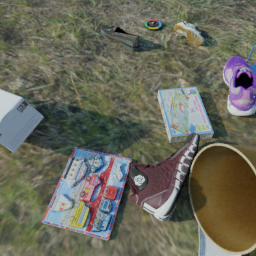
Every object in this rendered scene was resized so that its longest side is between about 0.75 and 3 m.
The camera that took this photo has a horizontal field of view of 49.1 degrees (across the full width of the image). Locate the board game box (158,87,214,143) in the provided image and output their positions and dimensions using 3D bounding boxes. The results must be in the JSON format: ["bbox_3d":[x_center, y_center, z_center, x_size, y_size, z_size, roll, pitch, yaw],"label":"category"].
[{"bbox_3d":[1.998,-0.532,10.048,1.483,0.377,2.205,-5,52,-4],"label":"board game box"}]

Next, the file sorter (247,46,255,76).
[{"bbox_3d":[5.973,-2.491,10.969,2.179,1.337,1.512,-11,52,-7],"label":"file sorter"}]

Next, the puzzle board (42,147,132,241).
[{"bbox_3d":[-1.139,1.797,8.348,1.961,0.226,2.602,12,53,9],"label":"puzzle board"}]

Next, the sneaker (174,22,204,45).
[{"bbox_3d":[2.965,-4.473,12.938,0.751,0.648,1.713,-32,60,-23],"label":"sneaker"}]

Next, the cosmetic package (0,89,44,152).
[{"bbox_3d":[-3.927,-0.364,8.731,2.738,1.014,1.392,21,69,45],"label":"cosmetic package"}]

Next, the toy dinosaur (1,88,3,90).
[{"bbox_3d":[-5.698,-0.667,9.691,2.760,1.185,1.871,-6,54,-11],"label":"toy dinosaur"}]

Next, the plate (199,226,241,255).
[{"bbox_3d":[2.386,3.120,7.348,1.082,0.175,1.085,7,52,6],"label":"plate"}]

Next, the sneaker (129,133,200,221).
[{"bbox_3d":[0.971,1.095,8.353,1.718,1.126,2.975,21,56,19],"label":"sneaker"}]

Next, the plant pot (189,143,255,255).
[{"bbox_3d":[3.473,1.597,7.278,2.775,2.586,2.586,-3,50,-24],"label":"plant pot"}]

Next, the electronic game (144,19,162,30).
[{"bbox_3d":[1.218,-5.049,13.674,0.871,0.181,0.871,0,53,0],"label":"electronic game"}]

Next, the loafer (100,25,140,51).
[{"bbox_3d":[-0.327,-4.289,12.715,2.242,0.705,0.806,34,50,22],"label":"loafer"}]

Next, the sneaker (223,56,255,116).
[{"bbox_3d":[4.241,-1.865,10.450,1.165,1.280,2.896,-2,50,14],"label":"sneaker"}]
